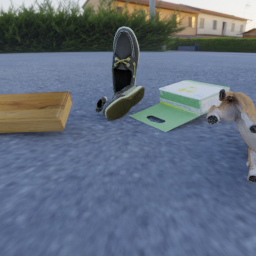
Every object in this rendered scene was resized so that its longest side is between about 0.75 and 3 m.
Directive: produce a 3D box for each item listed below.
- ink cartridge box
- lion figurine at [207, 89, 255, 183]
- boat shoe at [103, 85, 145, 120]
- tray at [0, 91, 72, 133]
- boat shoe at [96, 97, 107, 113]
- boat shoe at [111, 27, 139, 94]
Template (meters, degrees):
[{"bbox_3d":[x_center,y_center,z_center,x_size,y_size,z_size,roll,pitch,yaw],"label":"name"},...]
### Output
[{"bbox_3d":[1.729,-0.892,9.659,2.860,0.686,2.081,-20,26,-27],"label":"ink cartridge box"},{"bbox_3d":[2.295,0.037,5.206,0.896,2.473,1.515,-19,23,32],"label":"lion figurine"},{"bbox_3d":[-0.225,-0.962,9.964,0.679,0.738,2.065,25,46,32],"label":"boat shoe"},{"bbox_3d":[-3.121,-0.488,8.286,2.684,0.497,1.324,-1,43,6],"label":"tray"},{"bbox_3d":[-1.004,-0.812,9.945,0.241,0.802,0.286,-21,67,-41],"label":"boat shoe"},{"bbox_3d":[-0.126,-2.455,11.297,1.070,3.002,0.904,4,31,9],"label":"boat shoe"}]
